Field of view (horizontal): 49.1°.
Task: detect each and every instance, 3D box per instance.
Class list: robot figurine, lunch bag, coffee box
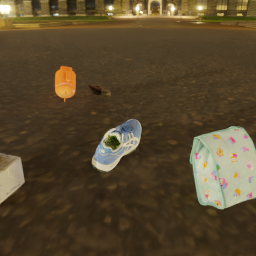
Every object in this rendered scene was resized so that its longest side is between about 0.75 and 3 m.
[{"bbox_3d":[-2.451,-1.750,10.989,0.985,1.370,0.799,-18,-28,25],"label":"robot figurine"},{"bbox_3d":[1.847,0.695,5.301,1.156,1.357,0.827,-11,-5,-22],"label":"lunch bag"},{"bbox_3d":[-3.119,0.943,5.704,1.656,0.660,0.947,8,25,17],"label":"coffee box"}]

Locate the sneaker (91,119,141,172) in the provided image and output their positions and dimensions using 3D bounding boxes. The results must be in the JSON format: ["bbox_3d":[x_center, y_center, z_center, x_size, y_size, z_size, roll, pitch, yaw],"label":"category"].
[{"bbox_3d":[-0.151,0.287,6.731,0.701,0.713,1.852,29,43,11],"label":"sneaker"}]

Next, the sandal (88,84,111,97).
[{"bbox_3d":[-1.146,-1.573,11.562,1.102,0.450,0.301,16,53,26],"label":"sandal"}]
